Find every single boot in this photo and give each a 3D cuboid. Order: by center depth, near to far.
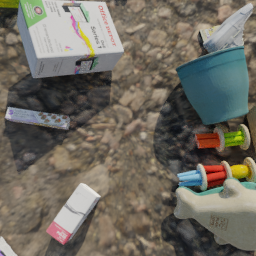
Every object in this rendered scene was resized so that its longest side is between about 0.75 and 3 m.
[{"bbox_3d":[3.770,-3.284,9.941,2.286,0.841,1.093,-44,103,-4],"label":"boot"}]

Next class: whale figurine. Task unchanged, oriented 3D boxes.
[{"bbox_3d":[2.902,2.347,8.321,2.949,1.530,2.346,8,117,19],"label":"whale figurine"}]

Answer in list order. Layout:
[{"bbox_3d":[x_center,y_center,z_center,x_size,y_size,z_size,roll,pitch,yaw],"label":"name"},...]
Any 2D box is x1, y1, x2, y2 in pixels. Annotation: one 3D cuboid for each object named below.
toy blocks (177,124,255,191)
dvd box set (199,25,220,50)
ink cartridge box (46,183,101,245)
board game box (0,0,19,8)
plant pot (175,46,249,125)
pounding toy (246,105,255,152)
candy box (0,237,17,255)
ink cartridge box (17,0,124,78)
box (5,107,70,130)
[{"bbox_3d":[2.673,0.942,8.893,2.336,0.848,1.947,-7,77,-2],"label":"toy blocks"},{"bbox_3d":[3.236,-3.342,10.264,1.090,0.160,0.798,-15,77,-3],"label":"dvd box set"},{"bbox_3d":[-1.567,2.511,8.348,0.662,1.171,1.599,34,79,8],"label":"ink cartridge box"},{"bbox_3d":[-5.267,-5.322,10.485,2.694,0.641,1.369,3,77,1],"label":"board game box"},{"bbox_3d":[2.834,-1.244,8.891,2.148,2.148,2.018,-18,92,-4],"label":"plant pot"},{"bbox_3d":[5.598,0.312,8.817,2.804,1.283,2.463,-7,77,-1],"label":"pounding toy"},{"bbox_3d":[-3.851,4.430,8.166,1.511,0.644,1.801,-43,80,-9],"label":"candy box"},{"bbox_3d":[-1.838,-2.909,9.054,2.861,1.201,2.072,-13,76,-29],"label":"ink cartridge box"},{"bbox_3d":[-3.006,-0.315,9.416,2.070,0.429,0.400,9,77,1],"label":"box"}]
